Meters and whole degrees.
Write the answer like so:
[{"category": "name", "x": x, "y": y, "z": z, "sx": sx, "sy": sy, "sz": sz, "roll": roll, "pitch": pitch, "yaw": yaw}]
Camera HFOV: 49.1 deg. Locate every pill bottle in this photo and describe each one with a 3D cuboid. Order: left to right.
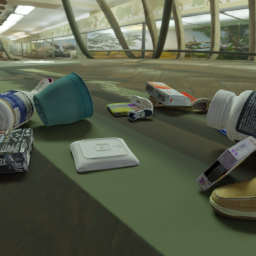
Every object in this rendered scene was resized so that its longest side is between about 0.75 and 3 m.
[{"category": "pill bottle", "x": -4.845, "y": -0.755, "z": 11.580, "sx": 1.500, "sy": 1.500, "sz": 2.703, "roll": 2, "pitch": 17, "yaw": 7}, {"category": "pill bottle", "x": 4.110, "y": -0.218, "z": 8.822, "sx": 2.906, "sy": 1.737, "sz": 1.737, "roll": 23, "pitch": 27, "yaw": 30}]

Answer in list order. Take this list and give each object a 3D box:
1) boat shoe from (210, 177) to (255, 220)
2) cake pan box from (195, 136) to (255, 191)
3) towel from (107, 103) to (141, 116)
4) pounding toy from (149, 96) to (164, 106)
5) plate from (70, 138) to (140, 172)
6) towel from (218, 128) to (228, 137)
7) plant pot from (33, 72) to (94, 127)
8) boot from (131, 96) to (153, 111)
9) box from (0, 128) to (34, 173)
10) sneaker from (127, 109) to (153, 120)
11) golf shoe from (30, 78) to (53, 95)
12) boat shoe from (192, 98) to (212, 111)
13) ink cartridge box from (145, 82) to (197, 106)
[{"category": "boat shoe", "x": 3.105, "y": 1.269, "z": 6.080, "sx": 2.671, "sy": 1.017, "sz": 0.957, "roll": -5, "pitch": 21, "yaw": -7}, {"category": "cake pan box", "x": 2.461, "y": 0.873, "z": 6.955, "sx": 1.428, "sy": 1.315, "sz": 0.373, "roll": -16, "pitch": 56, "yaw": -44}, {"category": "towel", "x": -0.247, "y": -0.973, "z": 14.339, "sx": 1.450, "sy": 0.230, "sz": 2.019, "roll": -6, "pitch": 18, "yaw": -16}, {"category": "pounding toy", "x": 1.792, "y": -1.413, "z": 15.371, "sx": 0.911, "sy": 0.474, "sz": 1.037, "roll": -8, "pitch": 28, "yaw": -37}, {"category": "plate", "x": -0.786, "y": 0.719, "z": 8.837, "sx": 1.898, "sy": 0.307, "sz": 1.894, "roll": -4, "pitch": 20, "yaw": -17}, {"category": "towel", "x": 4.698, "y": 0.025, "z": 11.211, "sx": 2.127, "sy": 0.253, "sz": 1.562, "roll": -3, "pitch": 18, "yaw": -9}, {"category": "plant pot", "x": -2.846, "y": -1.050, "z": 11.983, "sx": 1.982, "sy": 2.109, "sz": 2.109, "roll": -27, "pitch": 29, "yaw": -26}, {"category": "boot", "x": 0.939, "y": -1.240, "z": 14.575, "sx": 0.801, "sy": 0.645, "sz": 1.774, "roll": 8, "pitch": 20, "yaw": -38}, {"category": "box", "x": -3.983, "y": 0.663, "z": 8.674, "sx": 1.862, "sy": 0.587, "sz": 2.361, "roll": -5, "pitch": 19, "yaw": -14}, {"category": "sneaker", "x": 0.533, "y": -0.612, "z": 12.862, "sx": 1.198, "sy": 0.420, "sz": 0.650, "roll": -4, "pitch": 12, "yaw": 9}, {"category": "golf shoe", "x": -5.413, "y": -2.448, "z": 17.422, "sx": 0.946, "sy": 1.150, "sz": 2.512, "roll": 6, "pitch": 21, "yaw": 16}, {"category": "boat shoe", "x": 4.148, "y": -1.114, "z": 14.137, "sx": 1.789, "sy": 0.643, "sz": 0.533, "roll": 4, "pitch": 14, "yaw": -5}, {"category": "ink cartridge box", "x": 2.679, "y": -1.886, "z": 15.381, "sx": 2.802, "sy": 0.703, "sz": 2.273, "roll": -5, "pitch": 27, "yaw": -26}]
